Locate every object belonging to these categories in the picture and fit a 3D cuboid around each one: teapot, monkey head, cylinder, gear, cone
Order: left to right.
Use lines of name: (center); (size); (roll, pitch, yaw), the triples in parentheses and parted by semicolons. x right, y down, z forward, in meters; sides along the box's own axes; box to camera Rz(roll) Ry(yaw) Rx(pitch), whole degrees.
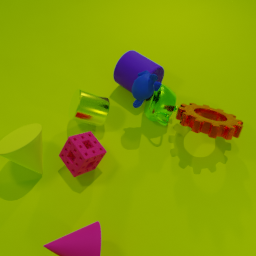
cone: (-2.437, 0.728, 7.027); (1.216, 1.221, 1.216); (-17, 29, 10)
cone: (-1.164, 2.391, 5.628); (1.056, 1.053, 1.053); (9, 55, -15)
cylinder: (-1.093, -0.555, 7.814); (0.885, 0.885, 0.885); (15, 52, -27)
cylinder: (0.332, -1.621, 8.598); (1.139, 1.139, 1.139); (36, 63, 22)
monkey head: (0.507, -1.030, 7.217); (0.808, 1.124, 0.677); (15, 42, -20)
teapot: (0.996, -0.722, 8.097); (0.873, 1.109, 1.783); (17, 43, -9)
gear: (2.176, -0.220, 7.535); (1.720, 0.318, 1.720); (10, 23, -4)

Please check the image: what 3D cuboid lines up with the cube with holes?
cube with holes: (-1.153, 0.651, 7.110); (0.735, 0.735, 0.735); (-15, 58, -49)
